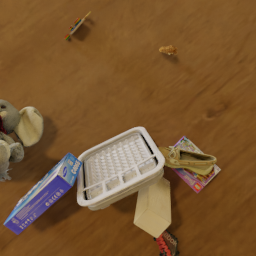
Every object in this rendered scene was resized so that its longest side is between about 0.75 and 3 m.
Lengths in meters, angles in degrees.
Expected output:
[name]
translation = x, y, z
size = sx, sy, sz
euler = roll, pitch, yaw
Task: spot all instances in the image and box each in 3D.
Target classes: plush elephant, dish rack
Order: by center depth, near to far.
[plush elephant]
translation = -3.666, 0.042, 7.379
size = 2.428, 2.947, 2.282
euler = 4, 69, 4
[dish rack]
translation = -0.235, 1.030, 7.381
size = 2.241, 2.612, 0.569
euler = -27, 115, 0

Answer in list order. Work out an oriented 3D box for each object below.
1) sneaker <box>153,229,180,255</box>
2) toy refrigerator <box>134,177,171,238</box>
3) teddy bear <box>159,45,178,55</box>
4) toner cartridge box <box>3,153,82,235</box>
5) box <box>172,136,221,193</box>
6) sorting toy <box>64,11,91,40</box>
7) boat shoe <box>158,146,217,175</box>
[sneaker]
translation = 1.076, 3.155, 8.016
size = 0.625, 0.452, 1.279
euler = -10, 65, -27
[toy refrigerator]
translation = 0.658, 1.933, 7.390
size = 0.700, 1.844, 0.645
euler = 34, 110, -6
[teddy bear]
translation = 1.220, -2.339, 8.524
size = 0.545, 0.751, 0.251
euler = 15, 98, -33
[toner cartridge box]
translation = -2.229, 1.728, 7.398
size = 0.499, 1.098, 2.311
euler = 43, 110, -14
[box]
translation = 1.850, 1.066, 8.267
size = 1.428, 0.279, 0.977
euler = 44, 91, 7
[sorting toy]
translation = -1.605, -3.236, 8.718
size = 0.191, 0.544, 1.128
euler = 41, 84, -22
[boat shoe]
translation = 1.539, 0.799, 7.719
size = 1.716, 0.626, 0.540
euler = 18, 128, 0
